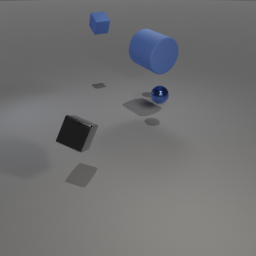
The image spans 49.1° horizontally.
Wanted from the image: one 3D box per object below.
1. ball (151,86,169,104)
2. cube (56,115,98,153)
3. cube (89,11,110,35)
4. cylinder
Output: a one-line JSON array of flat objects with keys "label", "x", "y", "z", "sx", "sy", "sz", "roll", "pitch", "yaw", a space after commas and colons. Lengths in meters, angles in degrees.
[{"label": "ball", "x": 1.216, "y": -1.271, "z": 10.738, "sx": 0.700, "sy": 0.700, "sz": 0.700, "roll": 0, "pitch": 28, "yaw": 0}, {"label": "cube", "x": -1.249, "y": 0.129, "z": 6.959, "sx": 0.700, "sy": 0.700, "sz": 0.700, "roll": 23, "pitch": 4, "yaw": 6}, {"label": "cube", "x": -1.309, "y": -4.815, "z": 12.860, "sx": 0.700, "sy": 0.700, "sz": 0.700, "roll": -16, "pitch": 61, "yaw": -24}, {"label": "cylinder", "x": 0.977, "y": -2.964, "z": 10.839, "sx": 1.400, "sy": 1.400, "sz": 1.400, "roll": -19, "pitch": 39, "yaw": -31}]
